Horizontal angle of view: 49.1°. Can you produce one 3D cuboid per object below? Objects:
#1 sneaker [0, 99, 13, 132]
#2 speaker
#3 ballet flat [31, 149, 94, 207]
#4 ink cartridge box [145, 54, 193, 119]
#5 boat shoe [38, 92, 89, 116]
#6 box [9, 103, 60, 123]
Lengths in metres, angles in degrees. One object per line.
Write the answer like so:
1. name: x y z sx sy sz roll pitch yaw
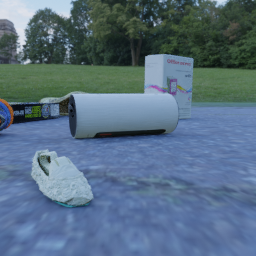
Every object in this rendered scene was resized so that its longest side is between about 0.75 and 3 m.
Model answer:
1. sneaker: -3.674 -0.256 5.375 2.675 1.008 1.049 -4 12 -17
2. speaker: -0.104 -0.279 5.752 2.172 0.882 0.882 -3 7 -22
3. ballet flat: -0.619 0.375 2.378 0.352 0.352 0.980 -4 8 -35
4. ink cartridge box: 1.497 -1.480 10.298 1.646 2.277 0.964 -5 8 -39
5. boat shoe: -2.492 -0.969 12.184 0.881 1.030 2.811 11 22 40
6. box: -4.025 -0.577 9.777 2.154 0.595 2.689 2 7 19
